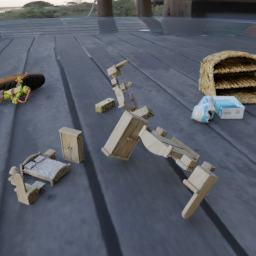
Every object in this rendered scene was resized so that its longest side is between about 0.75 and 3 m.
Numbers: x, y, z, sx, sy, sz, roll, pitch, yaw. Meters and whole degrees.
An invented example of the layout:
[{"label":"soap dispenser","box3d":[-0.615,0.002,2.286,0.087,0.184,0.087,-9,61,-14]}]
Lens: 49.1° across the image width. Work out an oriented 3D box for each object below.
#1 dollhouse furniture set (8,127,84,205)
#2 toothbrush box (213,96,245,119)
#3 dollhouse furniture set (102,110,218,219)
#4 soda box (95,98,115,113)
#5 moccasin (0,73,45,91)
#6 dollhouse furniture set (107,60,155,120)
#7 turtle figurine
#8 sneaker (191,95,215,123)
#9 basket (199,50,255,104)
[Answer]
[{"label":"dollhouse furniture set","box3d":[-2.242,0.841,7.326,1.127,0.963,2.175,13,30,24]},{"label":"toothbrush box","box3d":[3.941,-0.830,11.098,0.882,0.514,1.204,0,26,0]},{"label":"dollhouse furniture set","box3d":[0.912,0.934,7.212,1.519,1.298,2.931,19,15,-47]},{"label":"soda box","box3d":[-0.935,-0.939,11.545,0.323,0.305,0.953,16,30,29]},{"label":"moccasin","box3d":[-5.235,-2.146,13.379,2.522,0.922,0.973,-23,42,-21]},{"label":"dollhouse furniture set","box3d":[0.154,-1.153,9.445,0.910,2.056,1.065,-24,-18,19]},{"label":"turtle figurine","box3d":[-5.038,-1.566,12.249,1.815,0.725,2.251,-13,46,-4]},{"label":"sneaker","box3d":[3.026,-0.707,10.824,0.700,0.663,1.734,24,40,21]},{"label":"basket","box3d":[4.791,-2.297,12.363,2.767,1.975,2.061,-3,26,-6]}]
